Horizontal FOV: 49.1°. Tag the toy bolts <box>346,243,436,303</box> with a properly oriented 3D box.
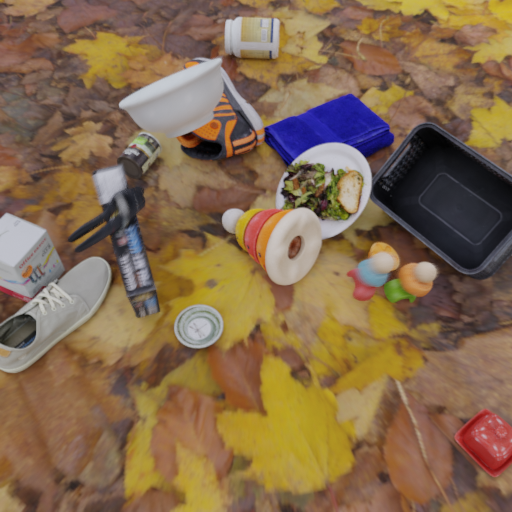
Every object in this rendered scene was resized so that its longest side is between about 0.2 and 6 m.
[{"bbox_3d":[2.376,0.153,9.966,1.403,0.973,1.340,-2,59,-27],"label":"toy bolts"}]

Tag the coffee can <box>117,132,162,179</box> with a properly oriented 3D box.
[{"bbox_3d":[-2.540,-2.188,12.221,0.623,0.623,0.852,21,56,14],"label":"coffee can"}]

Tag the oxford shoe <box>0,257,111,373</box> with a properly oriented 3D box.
[{"bbox_3d":[-3.574,0.921,9.919,0.986,0.758,2.623,28,57,22],"label":"oxford shoe"}]

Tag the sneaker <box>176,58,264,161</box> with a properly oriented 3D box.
[{"bbox_3d":[-1.267,-3.340,12.721,1.689,1.169,3.015,-28,59,-20],"label":"sneaker"}]

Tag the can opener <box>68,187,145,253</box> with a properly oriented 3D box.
[{"bbox_3d":[-2.184,-0.503,8.261,1.385,0.544,0.439,-39,82,8],"label":"can opener"}]

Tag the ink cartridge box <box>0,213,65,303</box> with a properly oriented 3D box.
[{"bbox_3d":[-4.274,0.073,10.181,0.932,1.289,0.937,21,57,14],"label":"ink cartridge box"}]

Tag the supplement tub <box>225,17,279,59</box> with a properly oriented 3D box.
[{"bbox_3d":[-0.097,-5.628,14.470,1.360,0.982,0.982,3,54,2],"label":"supplement tub"}]

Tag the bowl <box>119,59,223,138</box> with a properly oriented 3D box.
[{"bbox_3d":[-1.432,-2.850,10.526,2.081,0.935,2.081,-19,25,9],"label":"bowl"}]

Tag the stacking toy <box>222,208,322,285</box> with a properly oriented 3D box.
[{"bbox_3d":[0.113,-0.417,10.782,2.025,1.479,1.479,24,56,39],"label":"stacking toy"}]

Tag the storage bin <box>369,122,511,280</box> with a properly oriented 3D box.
[{"bbox_3d":[3.686,-1.000,10.482,2.666,1.250,1.802,45,106,28],"label":"storage bin"}]

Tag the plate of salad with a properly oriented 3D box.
[{"bbox_3d":[1.252,-1.332,11.136,2.109,0.507,2.109,-12,66,30],"label":"plate of salad"}]

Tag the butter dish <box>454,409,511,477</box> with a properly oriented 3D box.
[{"bbox_3d":[3.677,2.801,8.637,0.836,0.620,0.838,-33,61,-20],"label":"butter dish"}]

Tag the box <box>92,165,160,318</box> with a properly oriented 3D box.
[{"bbox_3d":[-2.122,-0.148,9.434,0.525,2.112,2.097,-14,78,-10],"label":"box"}]

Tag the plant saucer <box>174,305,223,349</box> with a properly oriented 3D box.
[{"bbox_3d":[-1.014,1.288,9.972,0.867,0.218,0.867,0,55,0],"label":"plant saucer"}]

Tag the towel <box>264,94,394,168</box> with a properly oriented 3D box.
[{"bbox_3d":[1.618,-2.763,12.626,2.550,0.632,1.883,-25,59,-17],"label":"towel"}]
